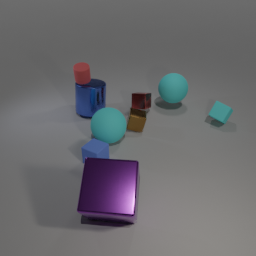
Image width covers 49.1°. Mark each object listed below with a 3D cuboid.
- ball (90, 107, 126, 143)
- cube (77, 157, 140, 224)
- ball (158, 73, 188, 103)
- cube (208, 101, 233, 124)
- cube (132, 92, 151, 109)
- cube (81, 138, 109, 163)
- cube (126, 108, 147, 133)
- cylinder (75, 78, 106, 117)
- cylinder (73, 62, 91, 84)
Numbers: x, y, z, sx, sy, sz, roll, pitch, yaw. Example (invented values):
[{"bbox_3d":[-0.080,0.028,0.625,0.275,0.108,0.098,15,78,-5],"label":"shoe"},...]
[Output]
[{"bbox_3d":[-0.760,-0.101,10.922,1.400,1.400,1.400,0,32,0],"label":"ball"},{"bbox_3d":[-0.437,1.697,7.491,1.400,1.400,1.400,3,65,5],"label":"cube"},{"bbox_3d":[2.131,-1.878,13.230,1.400,1.400,1.400,0,32,0],"label":"ball"},{"bbox_3d":[4.022,-0.669,12.123,0.700,0.700,0.700,33,9,27],"label":"cube"},{"bbox_3d":[0.626,-1.263,12.931,0.700,0.700,0.700,6,13,27],"label":"cube"},{"bbox_3d":[-1.147,0.905,9.941,0.700,0.700,0.700,18,36,27],"label":"cube"},{"bbox_3d":[0.352,-0.333,11.825,0.700,0.700,0.700,13,31,-6],"label":"cube"},{"bbox_3d":[-1.721,-1.421,12.919,1.400,1.400,1.400,3,26,-2],"label":"cylinder"},{"bbox_3d":[-1.995,-2.377,12.189,0.700,0.700,0.700,0,46,0],"label":"cylinder"}]
